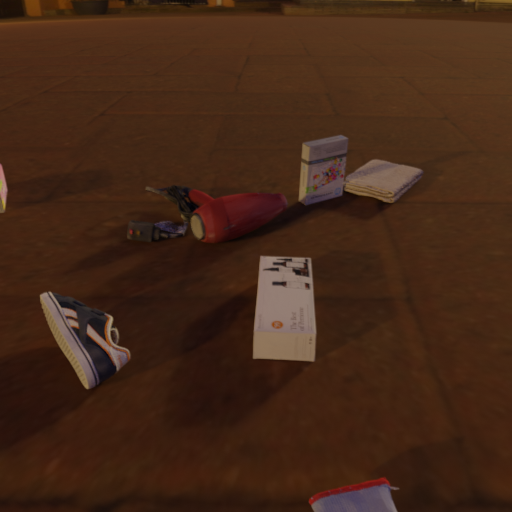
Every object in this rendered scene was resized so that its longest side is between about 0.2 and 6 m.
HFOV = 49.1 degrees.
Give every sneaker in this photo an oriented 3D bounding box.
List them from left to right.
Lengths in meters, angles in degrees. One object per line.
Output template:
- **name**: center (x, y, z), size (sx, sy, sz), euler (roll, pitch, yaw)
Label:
- **sneaker**: center (-2.253, 1.005, 7.365), size (0.679, 0.670, 1.710), euler (-24, 48, -28)

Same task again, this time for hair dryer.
- **hair dryer**: center (-0.887, -1.031, 10.758), size (2.965, 0.806, 2.259), euler (4, 36, 5)

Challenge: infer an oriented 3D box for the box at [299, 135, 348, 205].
- **box**: center (1.404, -1.796, 11.760), size (1.021, 1.310, 0.270), euler (-16, 36, -28)

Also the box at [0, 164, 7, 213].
- **box**: center (-5.980, -1.339, 11.605), size (1.379, 0.666, 1.213), euler (-9, 30, -16)

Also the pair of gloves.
- **pair of gloves**: center (0.494, 2.982, 4.089), size (3.312, 0.377, 2.662), euler (-9, 32, -14)

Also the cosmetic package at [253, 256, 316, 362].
- **cosmetic package**: center (0.409, 0.684, 8.094), size (0.831, 0.510, 2.013), euler (0, 29, 2)

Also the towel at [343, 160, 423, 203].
- **towel**: center (2.864, -1.706, 12.653), size (1.278, 0.333, 1.929), euler (20, 34, 29)
